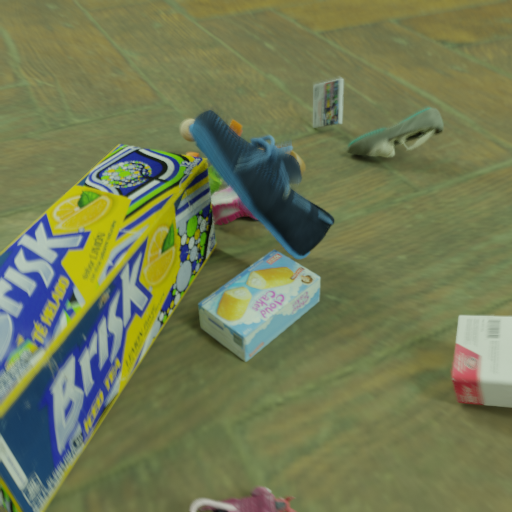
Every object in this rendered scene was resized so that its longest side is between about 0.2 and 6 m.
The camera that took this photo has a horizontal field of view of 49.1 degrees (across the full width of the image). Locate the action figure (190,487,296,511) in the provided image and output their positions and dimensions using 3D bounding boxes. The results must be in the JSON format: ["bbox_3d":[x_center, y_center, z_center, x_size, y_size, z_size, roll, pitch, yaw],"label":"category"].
[{"bbox_3d":[-0.102,2.459,5.453,0.971,0.723,0.650,-17,36,2],"label":"action figure"}]

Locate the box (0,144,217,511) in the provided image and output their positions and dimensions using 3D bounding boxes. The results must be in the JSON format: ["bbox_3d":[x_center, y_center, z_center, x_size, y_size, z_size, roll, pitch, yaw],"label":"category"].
[{"bbox_3d":[-2.113,0.519,6.873,1.521,1.657,4.730,11,42,16],"label":"box"}]

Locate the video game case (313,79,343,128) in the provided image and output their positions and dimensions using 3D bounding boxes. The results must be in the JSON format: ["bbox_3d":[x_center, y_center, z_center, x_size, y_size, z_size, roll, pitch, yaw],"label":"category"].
[{"bbox_3d":[1.458,-3.101,11.437,0.103,0.892,0.813,-3,7,-35],"label":"video game case"}]

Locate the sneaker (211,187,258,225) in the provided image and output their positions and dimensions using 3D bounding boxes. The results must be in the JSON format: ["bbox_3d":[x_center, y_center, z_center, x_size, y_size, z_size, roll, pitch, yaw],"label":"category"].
[{"bbox_3d":[-0.167,-0.952,9.404,1.396,0.568,0.616,-5,41,-8],"label":"sneaker"}]

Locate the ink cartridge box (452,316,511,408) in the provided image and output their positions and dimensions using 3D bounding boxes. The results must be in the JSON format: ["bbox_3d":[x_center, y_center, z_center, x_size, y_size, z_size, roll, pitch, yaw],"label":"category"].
[{"bbox_3d":[3.022,1.221,6.478,1.318,0.556,0.954,-2,45,28],"label":"ink cartridge box"}]

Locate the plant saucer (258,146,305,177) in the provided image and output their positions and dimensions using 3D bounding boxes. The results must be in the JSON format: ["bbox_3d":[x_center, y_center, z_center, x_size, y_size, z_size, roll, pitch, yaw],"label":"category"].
[{"bbox_3d":[0.307,-1.770,10.608,1.267,0.224,1.267,0,41,0],"label":"plant saucer"}]

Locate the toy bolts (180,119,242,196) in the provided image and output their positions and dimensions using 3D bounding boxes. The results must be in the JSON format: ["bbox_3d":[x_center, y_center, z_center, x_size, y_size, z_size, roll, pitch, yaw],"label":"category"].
[{"bbox_3d":[-0.927,-2.012,9.927,1.096,1.510,1.580,21,40,-4],"label":"toy bolts"}]

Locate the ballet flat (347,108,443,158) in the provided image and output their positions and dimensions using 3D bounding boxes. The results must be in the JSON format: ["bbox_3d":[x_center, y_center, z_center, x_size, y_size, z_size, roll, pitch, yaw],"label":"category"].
[{"bbox_3d":[2.620,-2.186,10.556,1.807,0.609,0.576,-22,74,16],"label":"ballet flat"}]

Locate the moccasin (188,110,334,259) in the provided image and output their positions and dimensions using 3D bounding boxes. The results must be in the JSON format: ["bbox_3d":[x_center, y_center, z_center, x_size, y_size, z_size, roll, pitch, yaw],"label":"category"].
[{"bbox_3d":[0.154,-1.075,7.652,0.948,2.780,1.119,-40,47,5],"label":"moccasin"}]

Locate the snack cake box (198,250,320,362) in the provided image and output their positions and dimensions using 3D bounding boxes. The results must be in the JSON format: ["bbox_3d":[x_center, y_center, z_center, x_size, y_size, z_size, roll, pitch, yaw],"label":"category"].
[{"bbox_3d":[0.067,0.638,7.629,0.875,0.511,1.522,30,50,32],"label":"snack cake box"}]
